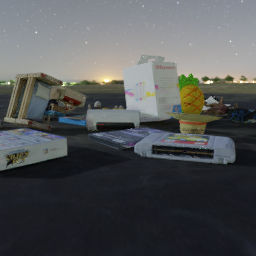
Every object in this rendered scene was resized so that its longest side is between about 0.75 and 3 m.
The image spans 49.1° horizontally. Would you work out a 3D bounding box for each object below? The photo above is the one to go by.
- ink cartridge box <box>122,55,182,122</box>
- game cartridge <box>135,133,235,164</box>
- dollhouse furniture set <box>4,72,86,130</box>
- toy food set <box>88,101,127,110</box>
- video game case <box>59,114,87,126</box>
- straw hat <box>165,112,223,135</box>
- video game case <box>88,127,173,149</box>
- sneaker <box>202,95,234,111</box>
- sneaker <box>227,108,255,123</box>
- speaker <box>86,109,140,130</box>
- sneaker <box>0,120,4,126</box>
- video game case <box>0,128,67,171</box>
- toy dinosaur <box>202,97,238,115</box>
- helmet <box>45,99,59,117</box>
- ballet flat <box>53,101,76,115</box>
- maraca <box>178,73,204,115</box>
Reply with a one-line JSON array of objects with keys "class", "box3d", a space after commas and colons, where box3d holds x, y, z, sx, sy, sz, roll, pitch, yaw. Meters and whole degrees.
[{"class": "ink cartridge box", "box3d": [0.993, -1.611, 11.556, 1.633, 2.607, 1.676, -4, 4, 44]}, {"class": "game cartridge", "box3d": [1.373, 0.424, 6.590, 2.139, 0.437, 1.424, 3, 6, 19]}, {"class": "dollhouse furniture set", "box3d": [-2.778, -0.751, 10.421, 1.787, 1.798, 2.550, 7, -8, 42]}, {"class": "toy food set", "box3d": [-0.991, -1.073, 14.936, 2.227, 0.673, 1.598, -1, 9, -6]}, {"class": "video game case", "box3d": [-1.531, -0.410, 12.291, 1.726, 0.215, 2.412, 8, 12, 39]}, {"class": "straw hat", "box3d": [1.897, -0.026, 8.210, 1.773, 0.750, 1.773, 6, 4, 0]}, {"class": "video game case", "box3d": [0.164, 0.248, 8.123, 2.147, 0.204, 1.534, -6, 11, -37]}, {"class": "sneaker", "box3d": [5.093, -1.432, 16.405, 2.144, 0.940, 0.811, 9, 11, 36]}, {"class": "sneaker", "box3d": [5.076, -0.461, 11.812, 1.702, 0.644, 0.656, 4, -12, 22]}, {"class": "speaker", "box3d": [-0.504, -0.287, 9.799, 1.862, 0.756, 0.756, 1, 9, 3]}, {"class": "sneaker", "box3d": [-5.221, -0.188, 10.369, 1.172, 0.456, 0.820, 8, 7, -3]}, {"class": "video game case", "box3d": [-2.640, 0.430, 6.218, 1.959, 0.445, 1.776, 9, 15, 43]}, {"class": "toy dinosaur", "box3d": [4.547, -0.907, 13.610, 2.018, 0.866, 1.367, -9, 18, -19]}, {"class": "helmet", "box3d": [-4.144, -1.286, 12.837, 1.871, 1.784, 1.871, -32, 9, 6]}, {"class": "ballet flat", "box3d": [-4.055, -1.023, 14.551, 2.847, 1.077, 0.910, -2, 38, 13]}, {"class": "maraca", "box3d": [3.019, -1.587, 13.667, 1.473, 2.149, 1.149, -9, 0, -22]}]
